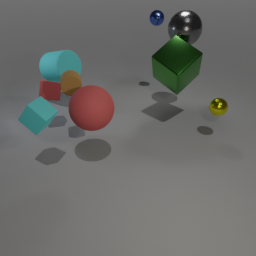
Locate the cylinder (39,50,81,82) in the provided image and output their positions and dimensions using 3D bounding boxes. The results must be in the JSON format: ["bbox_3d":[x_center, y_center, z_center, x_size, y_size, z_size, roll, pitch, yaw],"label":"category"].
[{"bbox_3d":[-3.125,-2.837,12.968,1.400,1.400,1.400,7,27,40],"label":"cylinder"}]

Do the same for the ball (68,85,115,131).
[{"bbox_3d":[-1.112,-0.607,8.583,1.400,1.400,1.400,0,29,0],"label":"ball"}]

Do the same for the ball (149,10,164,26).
[{"bbox_3d":[1.357,-5.168,13.159,0.700,0.700,0.700,0,29,0],"label":"ball"}]

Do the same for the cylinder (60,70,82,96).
[{"bbox_3d":[-1.915,-1.519,9.416,0.700,0.700,0.700,-6,29,-10],"label":"cylinder"}]

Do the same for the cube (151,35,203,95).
[{"bbox_3d":[1.931,-2.492,11.190,1.400,1.400,1.400,-43,67,-12],"label":"cube"}]

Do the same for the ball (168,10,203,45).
[{"bbox_3d":[2.341,-4.084,11.505,1.400,1.400,1.400,0,29,0],"label":"ball"}]

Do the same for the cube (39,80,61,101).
[{"bbox_3d":[-3.049,-1.472,10.940,0.700,0.700,0.700,3,9,-28],"label":"cube"}]

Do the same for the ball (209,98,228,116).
[{"bbox_3d":[3.434,-0.795,10.627,0.700,0.700,0.700,0,29,0],"label":"ball"}]

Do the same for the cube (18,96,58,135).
[{"bbox_3d":[-2.638,-0.368,8.256,0.700,0.700,0.700,41,32,-6],"label":"cube"}]
